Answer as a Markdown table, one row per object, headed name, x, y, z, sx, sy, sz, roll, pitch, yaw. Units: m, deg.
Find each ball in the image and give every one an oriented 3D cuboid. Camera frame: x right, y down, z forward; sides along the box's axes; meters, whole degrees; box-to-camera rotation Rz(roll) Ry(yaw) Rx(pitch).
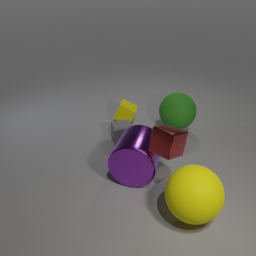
| name | x | y | z | sx | sy | sz | roll | pitch | yaw |
| --- | --- | --- | --- | --- | --- | --- | --- | --- | --- |
| ball | 1.594 | 1.596 | 6.770 | 1.400 | 1.400 | 1.400 | 0 | 29 | 0 |
| ball | 1.883 | -0.643 | 10.640 | 1.400 | 1.400 | 1.400 | 0 | 29 | 0 |

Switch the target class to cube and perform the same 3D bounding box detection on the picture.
| name | x | y | z | sx | sy | sz | roll | pitch | yaw |
| --- | --- | --- | --- | --- | --- | --- | --- | --- | --- |
| cube | -0.100 | -0.647 | 11.524 | 0.700 | 0.700 | 0.700 | 26 | 26 | -3 |
| cube | -0.220 | 0.171 | 10.352 | 0.700 | 0.700 | 0.700 | -7 | 31 | -11 |
| cube | 1.068 | 0.358 | 7.469 | 0.700 | 0.700 | 0.700 | 24 | 21 | 38 |

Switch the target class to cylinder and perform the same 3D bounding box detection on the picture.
| name | x | y | z | sx | sy | sz | roll | pitch | yaw |
| --- | --- | --- | --- | --- | --- | --- | --- | --- | --- |
| cylinder | 0.256 | 0.818 | 8.473 | 1.400 | 1.400 | 1.400 | 7 | 29 | 13 |
